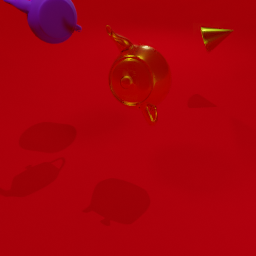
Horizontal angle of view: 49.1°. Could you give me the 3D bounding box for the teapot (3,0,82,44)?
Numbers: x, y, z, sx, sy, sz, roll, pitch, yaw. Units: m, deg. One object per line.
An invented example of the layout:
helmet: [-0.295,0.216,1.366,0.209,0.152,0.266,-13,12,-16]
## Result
teapot: [-1.705,-2.367,5.922,1.704,1.059,0.834,9,15,-42]

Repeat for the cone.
cone: [2.852,-2.897,8.765,0.887,0.884,0.884,-13,31,25]

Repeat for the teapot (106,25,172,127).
teapot: [0.133,-1.010,5.491,1.296,2.084,1.021,-21,6,28]
